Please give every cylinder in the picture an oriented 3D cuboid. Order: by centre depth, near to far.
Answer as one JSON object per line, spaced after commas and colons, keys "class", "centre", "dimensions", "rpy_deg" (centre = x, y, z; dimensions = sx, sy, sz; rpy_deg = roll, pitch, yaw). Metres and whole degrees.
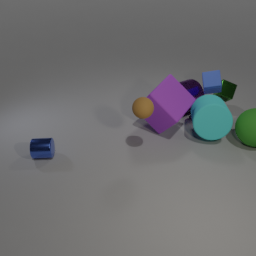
{"class": "cylinder", "centre": [-2.965, 0.699, 9.725], "dimensions": [0.700, 0.700, 0.700], "rpy_deg": [-2, 31, -3]}
{"class": "cylinder", "centre": [3.134, -0.434, 10.655], "dimensions": [1.400, 1.400, 1.400], "rpy_deg": [4, 22, 7]}
{"class": "cylinder", "centre": [2.399, -1.345, 12.421], "dimensions": [1.400, 1.400, 1.400], "rpy_deg": [-20, 36, -29]}

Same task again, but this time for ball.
{"class": "ball", "centre": [0.480, -0.644, 8.984], "dimensions": [0.700, 0.700, 0.700], "rpy_deg": [0, 31, 0]}
{"class": "ball", "centre": [4.632, -0.019, 10.170], "dimensions": [1.400, 1.400, 1.400], "rpy_deg": [0, 31, 0]}

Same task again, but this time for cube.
{"class": "cube", "centre": [1.408, -0.892, 10.710], "dimensions": [1.400, 1.400, 1.400], "rpy_deg": [45, 60, -2]}
{"class": "cube", "centre": [3.455, -1.880, 11.550], "dimensions": [0.700, 0.700, 0.700], "rpy_deg": [-6, 71, 15]}
{"class": "cube", "centre": [4.344, -1.670, 12.598], "dimensions": [0.700, 0.700, 0.700], "rpy_deg": [22, -7, -3]}
